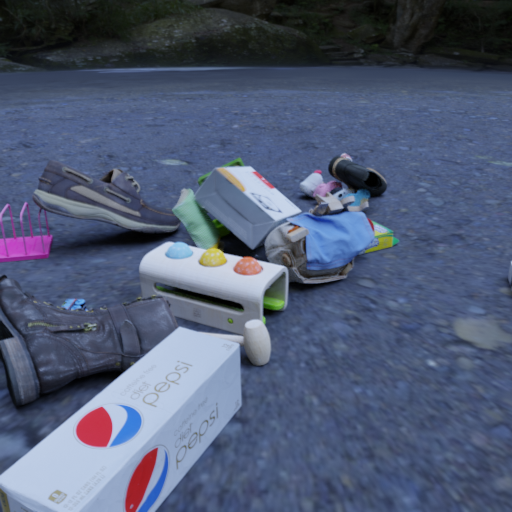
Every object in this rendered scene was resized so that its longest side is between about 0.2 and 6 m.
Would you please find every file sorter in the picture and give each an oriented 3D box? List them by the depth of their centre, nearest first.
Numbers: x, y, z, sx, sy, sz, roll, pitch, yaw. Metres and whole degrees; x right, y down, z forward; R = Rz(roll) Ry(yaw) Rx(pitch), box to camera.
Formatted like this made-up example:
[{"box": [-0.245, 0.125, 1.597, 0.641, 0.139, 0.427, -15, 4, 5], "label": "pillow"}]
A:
[{"box": [-5.140, -0.521, 11.626, 1.533, 0.961, 1.065, -5, 24, -12], "label": "file sorter"}]

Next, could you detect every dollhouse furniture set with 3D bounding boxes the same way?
[{"box": [-0.736, -1.085, 11.958, 1.132, 1.465, 2.931, -22, 23, 12], "label": "dollhouse furniture set"}]

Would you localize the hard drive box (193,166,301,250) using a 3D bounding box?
[{"box": [-0.121, -1.058, 11.637, 1.607, 0.792, 2.062, 42, 19, 7], "label": "hard drive box"}]

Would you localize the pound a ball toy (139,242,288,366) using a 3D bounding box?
[{"box": [-0.685, 0.572, 8.973, 2.666, 1.133, 1.739, 12, 26, 25], "label": "pound a ball toy"}]

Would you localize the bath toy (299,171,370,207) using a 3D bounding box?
[{"box": [1.986, -1.673, 14.490, 0.886, 0.753, 2.037, 25, 4, -41], "label": "bath toy"}]

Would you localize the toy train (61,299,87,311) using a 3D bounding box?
[{"box": [-3.038, 0.949, 9.192, 0.385, 0.292, 0.673, -6, 25, 9], "label": "toy train"}]

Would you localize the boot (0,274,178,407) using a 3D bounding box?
[{"box": [-2.501, 1.026, 8.331, 2.488, 0.989, 2.857, -12, 36, -27], "label": "boot"}]

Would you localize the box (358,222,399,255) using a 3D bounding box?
[{"box": [2.153, -0.402, 12.059, 1.700, 0.411, 0.997, -11, 26, -27], "label": "box"}]

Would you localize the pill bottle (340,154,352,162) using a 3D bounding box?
[{"box": [2.905, -3.102, 18.165, 0.347, 0.347, 0.608, 0, 24, 1], "label": "pill bottle"}]

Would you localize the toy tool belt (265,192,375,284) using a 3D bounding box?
[{"box": [1.455, -0.392, 10.389, 2.487, 1.553, 1.528, -18, -15, -25], "label": "toy tool belt"}]

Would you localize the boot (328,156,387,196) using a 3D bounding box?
[{"box": [2.955, -1.832, 14.337, 2.019, 0.782, 1.396, 12, 14, -36], "label": "boot"}]

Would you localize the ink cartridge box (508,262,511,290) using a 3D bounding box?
[{"box": [4.980, 0.466, 10.118, 0.659, 0.384, 0.911, 6, 25, 14], "label": "ink cartridge box"}]

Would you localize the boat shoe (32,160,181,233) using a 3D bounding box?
[{"box": [-2.979, -1.254, 11.958, 3.283, 1.203, 1.223, 10, 6, -39], "label": "boat shoe"}]

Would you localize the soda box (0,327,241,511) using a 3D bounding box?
[{"box": [-1.244, 1.945, 6.046, 0.933, 0.998, 2.929, 11, 26, 24], "label": "soda box"}]
